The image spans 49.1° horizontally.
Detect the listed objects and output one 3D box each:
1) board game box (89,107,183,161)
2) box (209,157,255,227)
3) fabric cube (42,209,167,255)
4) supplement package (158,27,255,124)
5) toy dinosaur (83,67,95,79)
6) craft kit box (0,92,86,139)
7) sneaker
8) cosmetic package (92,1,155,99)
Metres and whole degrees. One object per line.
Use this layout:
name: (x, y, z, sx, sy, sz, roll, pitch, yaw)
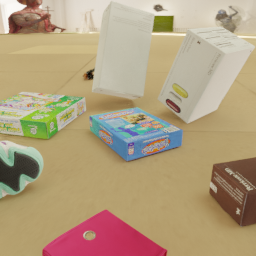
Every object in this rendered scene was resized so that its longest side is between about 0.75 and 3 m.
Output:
board game box: (0.123, 0.052, 6.929, 1.517, 0.449, 1.994, -12, 26, -27)
box: (2.366, 0.922, 4.609, 1.784, 0.669, 0.893, -8, 24, -15)
fabric cube: (-0.228, 1.538, 2.817, 0.882, 0.885, 0.868, 21, 29, 40)
supplement package: (2.179, -1.533, 8.020, 1.758, 2.257, 1.251, -22, 54, -41)
toy dinosaur: (-1.793, -2.453, 13.093, 0.761, 0.573, 1.121, -10, 39, 13)
craft kit box: (-2.749, -0.457, 8.117, 2.326, 0.564, 2.297, 6, 26, 15)
sneaker: (-3.003, 0.483, 5.092, 2.761, 1.073, 1.931, -6, 24, -16)
cosmetic package: (-0.186, -2.477, 9.351, 1.599, 2.834, 1.150, 10, 0, -19)
